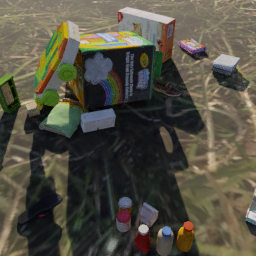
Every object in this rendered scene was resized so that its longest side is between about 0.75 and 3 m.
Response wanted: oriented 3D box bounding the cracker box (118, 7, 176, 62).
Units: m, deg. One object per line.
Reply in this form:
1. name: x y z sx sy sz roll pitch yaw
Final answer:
1. cracker box: 0.704 -3.891 11.632 2.414 1.617 0.696 26 48 28

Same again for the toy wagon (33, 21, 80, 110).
1. toy wagon: -2.147 -1.600 7.900 0.546 2.762 2.143 20 39 -32

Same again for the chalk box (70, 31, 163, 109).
1. chalk box: -0.286 -1.975 9.052 2.948 1.840 1.828 -11 35 -22

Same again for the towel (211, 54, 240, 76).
1. towel: 3.793 -2.452 10.911 0.814 0.421 0.983 22 47 26

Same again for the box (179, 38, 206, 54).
1. box: 2.837 -3.635 12.415 0.719 0.205 1.051 -19 44 -20

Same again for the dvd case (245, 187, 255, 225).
1. dvd case: 3.259 1.743 6.260 0.954 0.144 1.307 21 44 23

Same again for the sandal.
1. sandal: -1.915 1.793 6.182 1.036 0.234 0.389 -31 42 -11

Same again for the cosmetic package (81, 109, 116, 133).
1. cosmetic package: -0.869 -0.219 8.174 0.963 0.490 0.357 -12 53 -19

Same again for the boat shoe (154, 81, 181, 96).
1. boat shoe: 1.370 -1.384 9.702 0.991 0.357 0.357 23 46 24

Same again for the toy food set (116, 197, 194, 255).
1. toy food set: 0.411 1.893 5.592 1.735 0.781 0.828 29 48 29

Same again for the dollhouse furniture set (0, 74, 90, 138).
1. dollhouse furniture set: -2.618 -0.818 8.515 2.740 1.058 1.369 15 44 17
